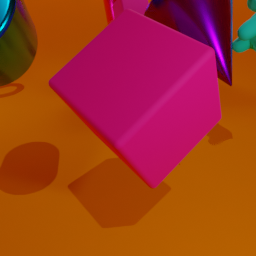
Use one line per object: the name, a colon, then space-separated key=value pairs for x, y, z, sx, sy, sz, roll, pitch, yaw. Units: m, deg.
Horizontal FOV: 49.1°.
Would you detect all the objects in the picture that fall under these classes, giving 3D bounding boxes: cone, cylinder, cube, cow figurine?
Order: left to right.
cylinder: x=-1.888 y=-1.278 z=3.349 sx=1.358 sy=1.358 sz=1.358 roll=-6 pitch=-3 yaw=-9
cylinder: x=-0.086 y=-3.840 z=9.251 sx=1.312 sy=1.312 sz=1.312 roll=-10 pitch=15 yaw=3
cube: x=0.097 y=-3.290 z=8.055 sx=0.804 sy=0.804 sz=0.804 roll=-12 pitch=4 yaw=-20
cube: x=0.161 y=-0.341 z=3.545 sx=1.376 sy=1.376 sz=1.376 roll=-45 pitch=56 yaw=-7
cone: x=1.293 y=-1.369 z=4.526 sx=1.614 sy=1.614 sz=1.620 roll=-16 pitch=74 yaw=-24
cow figurine: x=2.871 y=-2.030 z=5.456 sx=1.676 sy=0.935 sz=1.703 roll=-37 pitch=74 yaw=-2
